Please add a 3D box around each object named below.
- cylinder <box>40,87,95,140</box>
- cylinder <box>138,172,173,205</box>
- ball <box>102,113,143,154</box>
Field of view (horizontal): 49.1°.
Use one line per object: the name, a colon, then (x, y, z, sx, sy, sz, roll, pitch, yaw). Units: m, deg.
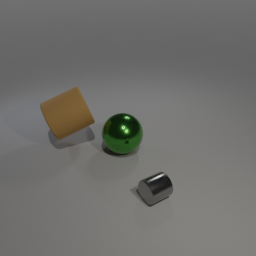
cylinder: (-2.062, -0.511, 9.667, 1.400, 1.400, 1.400, -26, 33, -5)
cylinder: (0.747, 1.637, 7.635, 0.700, 0.700, 0.700, -18, 34, -29)
ball: (-0.186, 0.188, 9.533, 1.400, 1.400, 1.400, 0, 29, 0)
